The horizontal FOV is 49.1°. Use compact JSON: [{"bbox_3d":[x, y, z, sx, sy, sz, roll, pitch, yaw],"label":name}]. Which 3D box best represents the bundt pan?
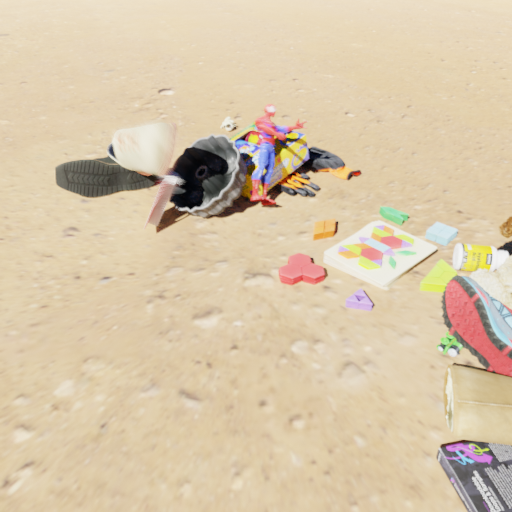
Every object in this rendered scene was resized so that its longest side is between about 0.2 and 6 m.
[{"bbox_3d":[-1.041,-1.718,12.710,1.995,0.749,1.995,-15,59,26],"label":"bundt pan"}]

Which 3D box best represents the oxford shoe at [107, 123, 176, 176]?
[{"bbox_3d":[-2.479,-2.274,11.937,1.075,1.030,2.911,11,-8,-26],"label":"oxford shoe"}]

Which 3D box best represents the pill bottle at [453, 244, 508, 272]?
[{"bbox_3d":[4.383,0.053,10.947,0.947,0.527,0.527,5,35,7],"label":"pill bottle"}]

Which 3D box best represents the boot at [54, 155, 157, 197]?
[{"bbox_3d":[-3.842,-2.183,14.011,2.385,0.924,1.650,-1,28,-26],"label":"boot"}]

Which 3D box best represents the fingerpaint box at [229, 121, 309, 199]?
[{"bbox_3d":[-0.017,-2.432,13.919,1.744,0.767,2.090,25,53,36],"label":"fingerpaint box"}]

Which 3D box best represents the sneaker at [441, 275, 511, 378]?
[{"bbox_3d":[3.853,1.247,8.888,1.069,0.888,2.239,-6,53,-33],"label":"sneaker"}]

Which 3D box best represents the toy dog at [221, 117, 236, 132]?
[{"bbox_3d":[-0.845,-3.943,16.917,0.445,0.320,0.458,-19,38,-7],"label":"toy dog"}]

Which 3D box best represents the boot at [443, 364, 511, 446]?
[{"bbox_3d":[3.612,2.401,7.221,2.189,0.724,1.917,8,39,6],"label":"boot"}]

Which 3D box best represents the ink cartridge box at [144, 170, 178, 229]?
[{"bbox_3d":[-2.036,-1.174,12.025,0.259,1.156,1.019,22,21,-11],"label":"ink cartridge box"}]

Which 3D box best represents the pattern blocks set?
[{"bbox_3d":[2.460,-0.078,11.343,3.158,0.291,3.593,19,39,25],"label":"pattern blocks set"}]

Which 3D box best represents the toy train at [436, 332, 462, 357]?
[{"bbox_3d":[3.470,1.286,9.419,0.367,0.271,1.300,35,47,26],"label":"toy train"}]

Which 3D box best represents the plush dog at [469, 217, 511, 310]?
[{"bbox_3d":[5.024,0.236,9.357,1.888,2.022,2.354,-27,43,-33],"label":"plush dog"}]

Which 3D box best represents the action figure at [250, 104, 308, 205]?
[{"bbox_3d":[0.496,-2.358,12.608,1.131,2.286,0.746,-3,-8,31],"label":"action figure"}]

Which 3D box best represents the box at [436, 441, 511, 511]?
[{"bbox_3d":[3.238,2.820,7.184,1.484,0.268,1.061,-6,34,-11],"label":"box"}]

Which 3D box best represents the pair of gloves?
[{"bbox_3d":[1.190,-2.267,14.499,2.512,0.311,2.238,-26,42,-34],"label":"pair of gloves"}]
